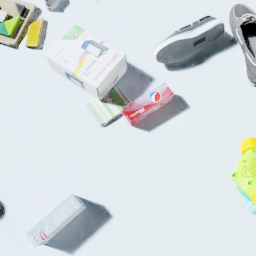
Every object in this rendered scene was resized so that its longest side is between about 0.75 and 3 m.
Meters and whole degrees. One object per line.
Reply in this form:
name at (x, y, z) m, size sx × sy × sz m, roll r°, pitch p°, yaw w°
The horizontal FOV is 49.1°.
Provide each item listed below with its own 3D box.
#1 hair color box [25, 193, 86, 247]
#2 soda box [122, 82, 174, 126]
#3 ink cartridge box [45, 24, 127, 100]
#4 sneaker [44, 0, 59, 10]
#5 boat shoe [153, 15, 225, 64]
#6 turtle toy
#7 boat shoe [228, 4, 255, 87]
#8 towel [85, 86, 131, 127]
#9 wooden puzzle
hair color box at (-1.670, 2.170, 6.627) m, size 1.348 × 0.667 × 0.409 m, roll -41°, pitch 76°, yaw -12°
soda box at (0.546, -0.646, 7.637) m, size 1.420 × 0.497 × 0.450 m, roll -33°, pitch 75°, yaw -8°
ink cartridge box at (-1.127, -1.845, 7.869) m, size 1.840 × 0.805 × 1.337 m, roll 35°, pitch 74°, yaw 13°
sneaker at (-2.312, -4.321, 8.908) m, size 0.429 × 0.471 × 1.148 m, roll 16°, pitch 72°, yaw 5°
boat shoe at (1.710, -2.630, 8.248) m, size 2.356 × 0.809 × 0.667 m, roll -26°, pitch 56°, yaw -11°
turtle toy at (3.621, 1.344, 6.559) m, size 2.540 × 1.284 × 1.851 m, roll 7°, pitch 48°, yaw 0°
boat shoe at (3.677, -2.618, 8.154) m, size 0.953 × 0.812 × 2.851 m, roll -6°, pitch 72°, yaw -2°
towel at (-0.524, -0.637, 7.863) m, size 1.106 × 0.129 × 0.843 m, roll -33°, pitch 74°, yaw -9°
wooden puzzle at (-3.867, -3.439, 8.701) m, size 2.697 × 0.315 × 1.820 m, roll 13°, pitch 72°, yaw 5°
